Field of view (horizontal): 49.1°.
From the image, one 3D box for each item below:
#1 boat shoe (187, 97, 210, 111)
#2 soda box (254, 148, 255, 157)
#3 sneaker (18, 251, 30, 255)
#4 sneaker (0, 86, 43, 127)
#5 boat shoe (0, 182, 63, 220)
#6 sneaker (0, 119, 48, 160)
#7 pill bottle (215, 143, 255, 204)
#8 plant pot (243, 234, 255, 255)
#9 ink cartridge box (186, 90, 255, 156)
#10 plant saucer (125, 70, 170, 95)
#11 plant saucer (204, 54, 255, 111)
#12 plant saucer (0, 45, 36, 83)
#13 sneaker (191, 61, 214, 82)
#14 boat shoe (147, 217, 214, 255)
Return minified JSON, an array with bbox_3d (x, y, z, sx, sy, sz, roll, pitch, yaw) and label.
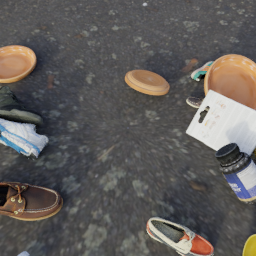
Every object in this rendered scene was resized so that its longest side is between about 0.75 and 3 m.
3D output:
[{"bbox_3d":[2.969,-1.008,11.115,1.285,0.417,0.462,25,58,19],"label":"boat shoe"},{"bbox_3d":[4.758,1.136,9.339,0.598,0.633,1.868,-1,53,-1],"label":"soda box"},{"bbox_3d":[-3.074,4.147,7.081,0.692,0.714,1.955,31,67,12],"label":"sneaker"},{"bbox_3d":[-4.317,-0.857,10.634,2.609,0.997,1.494,9,59,14],"label":"sneaker"},{"bbox_3d":[-3.442,2.130,8.368,2.846,1.001,1.002,0,50,-2],"label":"boat shoe"},{"bbox_3d":[-3.936,0.154,10.040,2.485,0.931,1.077,30,52,11],"label":"sneaker"},{"bbox_3d":[3.421,1.344,8.512,0.964,0.964,1.724,-38,96,-25],"label":"pill bottle"},{"bbox_3d":[3.682,3.448,7.033,0.956,1.347,1.347,11,53,-5],"label":"plant pot"},{"bbox_3d":[3.455,-0.051,9.720,2.222,0.634,1.806,32,99,27],"label":"ink cartridge box"},{"bbox_3d":[0.811,-1.931,11.464,1.867,0.301,1.867,11,33,-7],"label":"plant saucer"},{"bbox_3d":[4.126,-1.454,10.776,2.733,0.511,2.733,2,81,-13],"label":"plant saucer"},{"bbox_3d":[-5.245,-2.800,12.482,2.345,0.439,2.345,-1,53,1],"label":"plant saucer"},{"bbox_3d":[3.400,-2.419,12.204,1.324,0.473,0.529,-33,63,-16],"label":"sneaker"},{"bbox_3d":[1.473,3.075,7.869,1.997,0.625,0.711,21,54,14],"label":"boat shoe"}]
